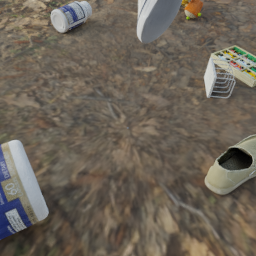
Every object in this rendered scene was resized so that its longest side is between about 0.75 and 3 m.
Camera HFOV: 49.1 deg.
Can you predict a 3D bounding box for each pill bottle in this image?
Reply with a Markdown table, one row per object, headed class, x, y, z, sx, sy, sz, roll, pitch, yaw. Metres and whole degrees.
| class | x | y | z | sx | sy | sz | roll | pitch | yaw |
| --- | --- | --- | --- | --- | --- | --- | --- | --- | --- |
| pill bottle | -2.120 | -4.324 | 10.747 | 0.844 | 0.844 | 1.520 | 29 | 51 | 26 |
| pill bottle | -2.881 | 1.359 | 4.609 | 2.743 | 1.523 | 1.523 | -22 | 49 | -20 |

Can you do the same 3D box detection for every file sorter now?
| class | x | y | z | sx | sy | sz | roll | pitch | yaw |
| --- | --- | --- | --- | --- | --- | --- | --- | --- | --- |
| file sorter | 2.603 | -1.411 | 7.968 | 0.628 | 0.700 | 1.009 | 7 | 45 | 2 |

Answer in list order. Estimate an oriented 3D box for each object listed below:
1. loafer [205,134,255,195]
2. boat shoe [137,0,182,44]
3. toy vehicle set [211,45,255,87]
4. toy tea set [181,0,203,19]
| class | x | y | z | sx | sy | sz | roll | pitch | yaw |
| --- | --- | --- | --- | --- | --- | --- | --- | --- | --- |
| loafer | 2.463 | 0.659 | 5.895 | 1.995 | 0.681 | 0.755 | -31 | 53 | -27 |
| boat shoe | 0.707 | -3.267 | 6.258 | 1.050 | 2.854 | 0.933 | -21 | 63 | -31 |
| toy vehicle set | 3.649 | -2.003 | 8.868 | 1.110 | 0.237 | 1.786 | -24 | 50 | -22 |
| toy tea set | 2.219 | -5.164 | 11.709 | 1.302 | 0.810 | 2.189 | 24 | 19 | -22 |
